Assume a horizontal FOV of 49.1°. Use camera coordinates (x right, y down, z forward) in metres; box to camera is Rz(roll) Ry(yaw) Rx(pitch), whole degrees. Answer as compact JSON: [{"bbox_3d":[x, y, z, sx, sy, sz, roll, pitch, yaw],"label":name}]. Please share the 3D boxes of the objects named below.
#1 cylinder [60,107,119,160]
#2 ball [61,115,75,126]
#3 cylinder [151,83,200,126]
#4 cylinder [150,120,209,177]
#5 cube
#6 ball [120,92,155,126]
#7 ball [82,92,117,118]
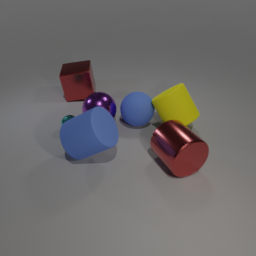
[{"bbox_3d":[-1.264,0.184,9.233,1.400,1.400,1.400,-23,23,28],"label":"cylinder"},{"bbox_3d":[-2.298,-0.172,11.089,0.700,0.700,0.700,0,33,0],"label":"ball"},{"bbox_3d":[1.846,-0.804,10.915,1.400,1.400,1.400,-30,8,5],"label":"cylinder"},{"bbox_3d":[1.661,0.647,9.175,1.400,1.400,1.400,-14,36,-21],"label":"cylinder"},{"bbox_3d":[-2.394,-2.290,13.528,1.400,1.400,1.400,-8,35,1],"label":"cube"},{"bbox_3d":[0.384,-0.777,11.398,1.400,1.400,1.400,0,33,0],"label":"ball"},{"bbox_3d":[-1.161,-0.775,11.399,1.400,1.400,1.400,0,33,0],"label":"ball"}]
